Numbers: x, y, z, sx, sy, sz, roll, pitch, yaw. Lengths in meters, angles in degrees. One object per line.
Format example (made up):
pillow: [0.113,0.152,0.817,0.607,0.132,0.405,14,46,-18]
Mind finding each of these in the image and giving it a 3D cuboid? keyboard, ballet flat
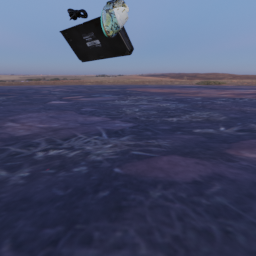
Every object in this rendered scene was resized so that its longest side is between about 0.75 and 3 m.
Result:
keyboard: [-1.117,-2.902,8.524,2.927,1.757,0.375,8,50,50]
ballet flat: [-0.255,-2.520,6.196,0.620,0.620,1.670,0,40,-1]
